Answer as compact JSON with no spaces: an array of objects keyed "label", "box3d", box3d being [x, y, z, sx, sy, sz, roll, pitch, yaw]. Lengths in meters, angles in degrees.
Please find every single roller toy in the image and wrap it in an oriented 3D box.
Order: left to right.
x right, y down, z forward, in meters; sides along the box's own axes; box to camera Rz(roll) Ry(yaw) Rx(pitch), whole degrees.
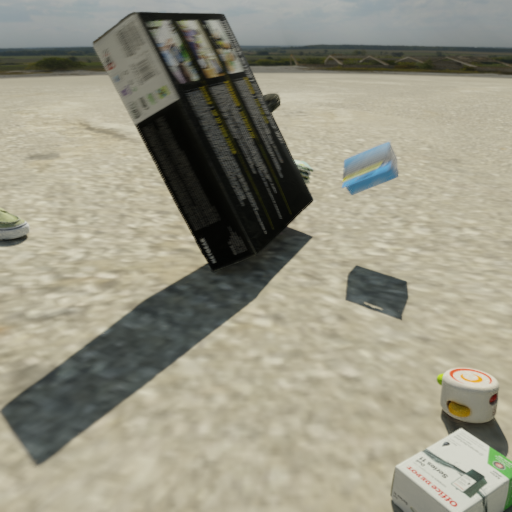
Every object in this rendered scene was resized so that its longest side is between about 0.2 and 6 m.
[{"label":"roller toy","box3d":[2.261,1.492,5.943,0.571,0.437,0.626,1,13,-2]}]

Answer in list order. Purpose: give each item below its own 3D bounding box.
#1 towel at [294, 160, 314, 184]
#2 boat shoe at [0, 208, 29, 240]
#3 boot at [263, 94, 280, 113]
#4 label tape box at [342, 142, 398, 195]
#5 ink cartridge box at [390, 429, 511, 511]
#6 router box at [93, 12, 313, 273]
[{"label":"towel","box3d":[0.478,-2.274,14.380,1.757,0.494,2.053,8,12,-5]},{"label":"boat shoe","box3d":[-5.353,-0.760,11.126,1.966,0.610,0.708,10,25,23]},{"label":"boot","box3d":[-0.066,-2.422,12.073,1.958,1.479,0.707,-28,-10,29]},{"label":"label tape box","box3d":[1.999,-1.456,9.825,0.886,0.389,1.228,-20,27,23]},{"label":"ink cartridge box","box3d":[1.725,1.976,4.844,0.919,0.382,0.673,-15,27,-32]},{"label":"router box","box3d":[-0.675,-2.170,9.987,1.049,4.110,3.065,-21,11,30]}]
